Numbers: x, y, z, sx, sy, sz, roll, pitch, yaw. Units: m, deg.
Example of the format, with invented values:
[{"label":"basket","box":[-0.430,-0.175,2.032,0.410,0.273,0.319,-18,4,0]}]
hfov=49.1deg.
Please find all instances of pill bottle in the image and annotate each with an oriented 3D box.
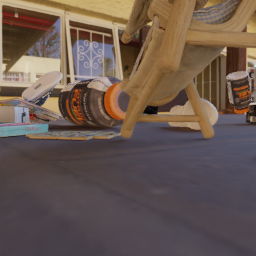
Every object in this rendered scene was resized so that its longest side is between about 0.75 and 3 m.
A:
[{"label":"pill bottle","box":[-0.920,-0.805,8.724,1.514,1.514,2.849,-3,4,-38]},{"label":"pill bottle","box":[4.192,-1.302,10.519,0.790,1.487,0.790,-16,25,8]}]

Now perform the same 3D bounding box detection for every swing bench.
[{"label":"swing bench","box":[0.879,-1.462,3.998,1.782,2.747,2.733,1,-15,-9]}]

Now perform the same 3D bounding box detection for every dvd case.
[{"label":"dvd case","box":[-3.017,0.021,5.919,2.119,0.233,1.547,3,4,24]}]

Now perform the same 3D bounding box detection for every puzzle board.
[{"label":"puzzle board","box":[-3.538,-0.498,9.613,1.860,0.215,2.468,-4,-13,25]}]

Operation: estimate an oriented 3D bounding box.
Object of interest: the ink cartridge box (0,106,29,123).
[{"label":"ink cartridge box","box":[-3.502,-0.300,7.893,1.070,0.606,1.460,0,2,-6]}]

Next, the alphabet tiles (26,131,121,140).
[{"label":"alphabet tiles","box":[-1.030,0.133,5.488,1.677,0.053,1.395,1,3,16]}]

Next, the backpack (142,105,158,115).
[{"label":"backpack","box":[0.138,-1.225,11.778,1.816,1.338,1.990,-3,-19,43]}]

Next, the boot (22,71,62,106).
[{"label":"boot","box":[-2.899,-1.314,9.723,1.576,0.712,0.573,-40,63,-21]}]

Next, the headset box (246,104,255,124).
[{"label":"headset box","box":[5.650,-0.522,10.484,1.980,0.743,1.471,0,3,8]}]

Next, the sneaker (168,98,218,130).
[{"label":"sneaker","box":[2.004,-0.329,7.820,0.978,0.832,2.210,11,-1,-16]}]
